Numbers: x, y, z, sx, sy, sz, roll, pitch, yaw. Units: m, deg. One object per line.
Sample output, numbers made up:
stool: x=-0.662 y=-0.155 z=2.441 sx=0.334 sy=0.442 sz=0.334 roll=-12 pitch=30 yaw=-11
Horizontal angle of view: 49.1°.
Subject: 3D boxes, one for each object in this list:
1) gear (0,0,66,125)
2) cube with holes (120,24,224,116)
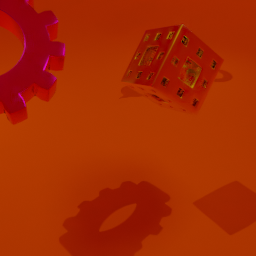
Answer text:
gear: x=-1.909 y=-1.026 z=3.627 sx=2.091 sy=0.387 sz=2.091 roll=5 pitch=70 yaw=-15
cube with holes: x=0.620 y=-0.826 z=4.087 sx=0.885 sy=0.885 sz=0.885 roll=27 pitch=-1 yaw=-31
